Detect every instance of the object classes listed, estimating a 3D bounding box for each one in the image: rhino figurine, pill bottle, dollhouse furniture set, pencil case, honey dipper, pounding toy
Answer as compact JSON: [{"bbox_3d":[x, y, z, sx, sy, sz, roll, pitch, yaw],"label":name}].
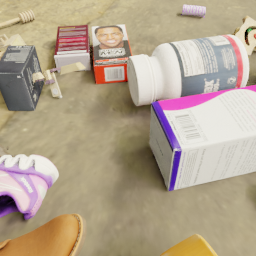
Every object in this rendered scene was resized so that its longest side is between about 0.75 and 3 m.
[{"bbox_3d":[-2.899,0.495,6.382,0.776,0.232,0.339,35,13,28],"label":"rhino figurine"},{"bbox_3d":[1.458,-1.413,7.319,2.783,1.664,1.664,-11,47,-8],"label":"pill bottle"},{"bbox_3d":[-1.716,-1.201,7.446,1.173,0.832,0.929,-8,17,23],"label":"dollhouse furniture set"},{"bbox_3d":[2.662,-4.720,11.316,0.973,0.416,0.408,14,52,12],"label":"pencil case"},{"bbox_3d":[-4.633,-3.971,10.629,2.197,0.417,0.417,-30,53,-24],"label":"honey dipper"},{"bbox_3d":[-3.840,-2.097,8.700,1.606,1.045,1.476,-11,43,19],"label":"dollhouse furniture set"},{"bbox_3d":[3.984,-2.836,9.461,1.182,1.186,2.067,40,63,-2],"label":"pounding toy"}]

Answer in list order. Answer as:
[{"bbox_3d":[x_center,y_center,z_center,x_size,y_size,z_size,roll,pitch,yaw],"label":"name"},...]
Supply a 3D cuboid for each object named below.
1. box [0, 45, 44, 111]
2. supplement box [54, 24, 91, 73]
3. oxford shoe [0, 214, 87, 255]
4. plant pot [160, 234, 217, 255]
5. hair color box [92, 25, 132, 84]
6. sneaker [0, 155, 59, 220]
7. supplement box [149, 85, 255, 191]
[{"bbox_3d":[-2.854,-1.338,7.508,0.756,1.266,1.288,0,46,0],"label":"box"},{"bbox_3d":[-1.794,-2.662,9.224,1.077,0.603,1.980,-5,47,-4],"label":"supplement box"},{"bbox_3d":[-1.765,1.975,3.798,2.689,0.959,0.959,-36,34,3],"label":"oxford shoe"},{"bbox_3d":[0.502,2.745,3.214,2.030,2.217,2.217,-27,50,-4],"label":"plant pot"},{"bbox_3d":[-0.531,-2.405,8.907,1.179,0.711,2.322,-6,46,-5],"label":"hair color box"},{"bbox_3d":[-2.809,1.145,5.354,2.756,1.109,1.218,4,54,2],"label":"sneaker"},{"bbox_3d":[1.981,0.147,6.000,2.764,1.429,1.399,-11,46,-8],"label":"supplement box"}]
